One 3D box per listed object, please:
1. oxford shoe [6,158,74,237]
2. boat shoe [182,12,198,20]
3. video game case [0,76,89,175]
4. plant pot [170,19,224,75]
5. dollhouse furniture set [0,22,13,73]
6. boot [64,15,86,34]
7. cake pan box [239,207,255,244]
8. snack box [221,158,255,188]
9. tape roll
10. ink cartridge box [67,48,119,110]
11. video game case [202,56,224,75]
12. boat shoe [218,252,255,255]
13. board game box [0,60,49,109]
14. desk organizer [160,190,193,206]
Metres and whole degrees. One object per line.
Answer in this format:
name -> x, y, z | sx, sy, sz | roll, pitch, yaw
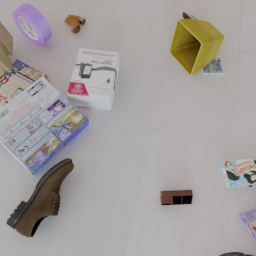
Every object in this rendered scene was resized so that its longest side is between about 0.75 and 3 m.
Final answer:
oxford shoe -> -2.531, 2.257, 9.128 | 1.171, 1.008, 2.774 | 33, 77, 10
boat shoe -> 3.000, -5.247, 13.376 | 0.931, 0.336, 0.302 | 43, 63, 16
video game case -> -3.285, -0.139, 10.267 | 2.523, 0.633, 2.784 | 42, 70, 8
plant pot -> 2.957, -3.524, 11.728 | 1.485, 1.684, 1.684 | -21, 59, -19
dollhouse furniture set -> -6.327, -2.951, 10.778 | 2.760, 2.249, 2.625 | -15, 62, 6
boot -> -2.614, -4.885, 13.139 | 0.879, 0.419, 1.136 | 21, 53, 10
cake pan box -> 4.845, 3.188, 8.858 | 1.922, 0.503, 1.771 | -18, 66, -10
snack box -> 4.174, 1.566, 9.779 | 1.634, 0.303, 0.949 | -4, 59, -2
tape roll -> -4.133, -4.456, 12.146 | 1.730, 1.730, 0.568 | 33, 67, 16
ink cartridge box -> -1.329, -2.011, 11.296 | 1.684, 0.967, 2.319 | 7, 63, 3
video game case -> 3.632, -2.733, 12.164 | 0.895, 0.115, 0.984 | 1, 62, 1
boat shoe -> 3.505, 4.001, 8.140 | 1.843, 0.556, 0.681 | 2, 64, 24
board game box -> -4.524, -1.632, 11.366 | 1.617, 0.494, 2.135 | 28, 66, 14
desk organizer -> 1.623, 2.330, 9.366 | 1.077, 0.386, 0.415 | -2, 65, -1
